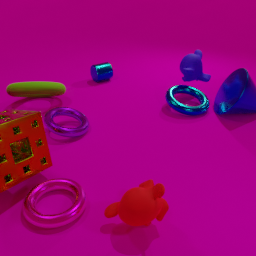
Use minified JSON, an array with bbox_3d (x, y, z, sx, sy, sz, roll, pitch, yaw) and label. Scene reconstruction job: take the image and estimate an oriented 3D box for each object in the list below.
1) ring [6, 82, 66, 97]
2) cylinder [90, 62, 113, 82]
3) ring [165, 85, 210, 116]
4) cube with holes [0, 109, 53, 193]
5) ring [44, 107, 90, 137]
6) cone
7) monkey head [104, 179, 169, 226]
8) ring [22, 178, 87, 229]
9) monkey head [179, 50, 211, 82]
[{"bbox_3d":[-3.069,-1.280,9.441,1.906,0.381,1.906,-3,3,0],"label":"ring"},{"bbox_3d":[-1.079,-2.289,11.487,0.713,0.713,0.713,-19,36,-28],"label":"cylinder"},{"bbox_3d":[1.989,-0.955,9.392,1.516,0.303,1.516,7,42,-6],"label":"ring"},{"bbox_3d":[-2.673,0.403,6.077,1.286,1.286,1.286,5,21,36],"label":"cube with holes"},{"bbox_3d":[-1.774,-0.188,8.150,1.323,0.265,1.323,14,33,-9],"label":"ring"},{"bbox_3d":[3.939,-0.841,9.034,1.623,1.617,1.617,25,30,-11],"label":"cone"},{"bbox_3d":[0.233,1.310,5.168,1.342,0.809,0.966,-30,43,26],"label":"monkey head"},{"bbox_3d":[-1.473,1.487,5.688,1.287,0.257,1.287,0,31,0],"label":"ring"},{"bbox_3d":[2.457,-2.164,10.128,1.154,0.967,1.605,17,45,20],"label":"monkey head"}]
